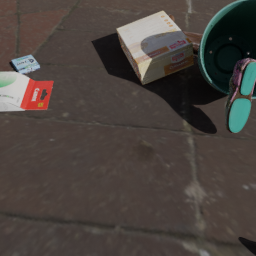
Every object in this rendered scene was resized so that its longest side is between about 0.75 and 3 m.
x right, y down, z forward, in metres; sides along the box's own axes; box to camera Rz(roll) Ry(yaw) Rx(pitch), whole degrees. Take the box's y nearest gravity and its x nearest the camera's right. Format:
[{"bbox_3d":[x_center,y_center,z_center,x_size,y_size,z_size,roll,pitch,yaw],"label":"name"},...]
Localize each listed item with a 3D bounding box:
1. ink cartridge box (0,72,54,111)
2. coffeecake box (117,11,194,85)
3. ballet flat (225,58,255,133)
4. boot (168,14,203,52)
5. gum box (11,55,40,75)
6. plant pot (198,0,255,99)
[{"bbox_3d":[-3.832,-1.314,9.789,2.143,0.537,1.725,-3,45,-1],"label":"ink cartridge box"},{"bbox_3d":[0.997,-3.212,10.960,2.119,1.009,2.761,-22,49,-2],"label":"coffeecake box"},{"bbox_3d":[3.183,-0.933,8.131,0.739,2.138,0.761,5,13,-17],"label":"ballet flat"},{"bbox_3d":[2.686,-4.198,12.519,2.392,0.768,2.230,12,58,16],"label":"boot"},{"bbox_3d":[-4.100,-2.542,11.230,0.828,0.217,0.974,-24,49,-23],"label":"gum box"},{"bbox_3d":[3.636,-2.433,9.279,2.889,2.889,2.318,3,8,3],"label":"plant pot"}]
